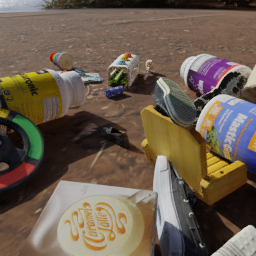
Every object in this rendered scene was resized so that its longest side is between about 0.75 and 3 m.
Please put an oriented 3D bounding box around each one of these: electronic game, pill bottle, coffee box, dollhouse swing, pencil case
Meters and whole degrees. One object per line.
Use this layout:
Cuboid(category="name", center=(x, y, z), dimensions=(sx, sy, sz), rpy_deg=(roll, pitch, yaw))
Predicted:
Cuboid(category="electronic game", center=(-3.272, 0.423, 6.546), dimensions=(2.592, 0.539, 2.592), rpy_deg=(14, 43, -13))
Cuboid(category="pill bottle", center=(3.233, -1.860, 10.588), dimensions=(1.569, 1.569, 2.790), rpy_deg=(-13, 30, -23))
Cuboid(category="coffee box", center=(-0.556, 2.117, 3.565), dimensions=(1.694, 1.181, 2.962), rpy_deg=(5, 28, 9))
Cuboid(category="pill bottle", center=(3.117, 0.299, 6.613), dimensions=(1.524, 1.524, 2.719), rpy_deg=(-20, 34, -33))
Cuboid(category="pill bottle", center=(-2.884, -0.943, 8.836), dimensions=(2.916, 1.623, 1.623), rpy_deg=(-21, 34, -35))
Cuboid(category="dollhouse swing", center=(1.477, 0.311, 6.326), dimensions=(1.853, 1.793, 2.039), rpy_deg=(-19, 32, -30))
Cuboid(category="pencil case", center=(-0.533, -1.436, 11.127), dimensions=(0.835, 0.326, 0.362), rpy_deg=(-22, 35, -36))

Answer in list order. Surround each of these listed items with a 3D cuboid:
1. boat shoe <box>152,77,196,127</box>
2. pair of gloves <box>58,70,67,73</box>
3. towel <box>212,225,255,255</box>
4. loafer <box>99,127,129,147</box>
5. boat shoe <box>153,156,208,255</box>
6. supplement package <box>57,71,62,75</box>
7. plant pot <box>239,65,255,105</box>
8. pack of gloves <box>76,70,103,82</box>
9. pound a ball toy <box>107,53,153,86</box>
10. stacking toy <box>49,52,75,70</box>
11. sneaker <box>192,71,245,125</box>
Cuboid(category="boat shoe", center=(0.771, -0.406, 4.998), dimensions=(0.603, 0.503, 1.616), rpy_deg=(20, 25, -18))
Cuboid(category="pair of gloves", center=(-3.414, -2.271, 12.804), dimensions=(1.917, 0.237, 1.708), rpy_deg=(-11, 29, -25))
Cuboid(category="towel", center=(2.106, 2.482, 3.479), dimensions=(2.665, 0.460, 2.566), rpy_deg=(-14, 31, -34))
Cuboid(category="loafer", center=(-0.413, 0.134, 8.098), dimensions=(1.148, 0.415, 0.418), rpy_deg=(21, 36, 36))
Cuboid(category="boat shoe", center=(0.964, 1.426, 5.292), dimensions=(0.805, 0.850, 2.430), rpy_deg=(5, 29, -4))
Cuboid(category="supplement package", center=(-3.057, -1.700, 11.165), dimensions=(0.779, 0.750, 1.370), rpy_deg=(-2, 28, -3))
Cuboid(category="plant pot", center=(4.858, -1.370, 8.588), dimensions=(2.725, 2.725, 2.494), rpy_deg=(25, 62, 38))
Cuboid(category="pack of gloves", center=(-1.922, -2.441, 12.845), dimensions=(1.450, 0.286, 1.218), rpy_deg=(-2, 26, -22))
Cuboid(category="pound a ball toy", center=(0.182, -2.812, 12.900), dimensions=(1.672, 1.089, 2.564), rpy_deg=(6, 29, 12))
Cuboid(category="stacking toy", center=(-3.633, -3.615, 14.829), dimensions=(0.878, 0.878, 2.057), rpy_deg=(-18, 26, -30))
Cuboid(category="sneaker", center=(2.814, -0.854, 8.954), dimensions=(0.839, 2.180, 0.926), rpy_deg=(51, 9, 10))
